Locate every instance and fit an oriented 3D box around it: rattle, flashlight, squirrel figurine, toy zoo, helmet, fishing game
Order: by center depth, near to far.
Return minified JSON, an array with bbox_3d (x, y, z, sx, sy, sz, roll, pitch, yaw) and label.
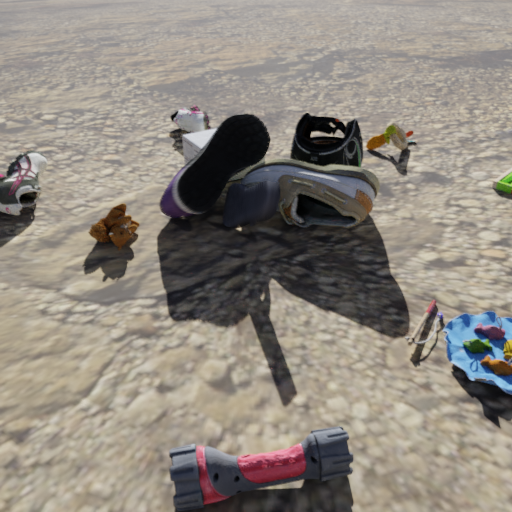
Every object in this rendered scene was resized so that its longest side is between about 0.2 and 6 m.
[{"bbox_3d":[0.062,2.389,6.472,2.076,0.705,0.703,-9,-6,-6],"label":"flashlight"},{"bbox_3d":[3.758,1.358,8.454,2.701,0.420,1.934,19,34,27],"label":"fishing game"},{"bbox_3d":[-2.856,-0.484,11.252,0.929,0.657,0.867,-15,43,3],"label":"squirrel figurine"},{"bbox_3d":[1.636,-2.323,12.958,1.829,1.743,1.829,-6,58,9],"label":"helmet"},{"bbox_3d":[6.809,-1.596,13.217,1.988,0.203,1.304,27,41,36],"label":"toy zoo"},{"bbox_3d":[3.829,-3.208,15.750,0.861,0.945,1.323,48,31,10],"label":"rattle"}]

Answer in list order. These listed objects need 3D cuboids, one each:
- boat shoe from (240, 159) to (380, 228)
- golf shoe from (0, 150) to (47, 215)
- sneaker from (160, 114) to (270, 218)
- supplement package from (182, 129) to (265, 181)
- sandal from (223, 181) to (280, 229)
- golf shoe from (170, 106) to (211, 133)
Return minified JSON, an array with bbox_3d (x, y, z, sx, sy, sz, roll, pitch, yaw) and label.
[{"bbox_3d":[0.902,-1.255,11.722,3.180,1.188,1.088,4,54,34],"label":"boat shoe"},{"bbox_3d":[-5.355,-1.603,12.846,1.073,0.941,2.437,28,33,-3],"label":"golf shoe"},{"bbox_3d":[-1.007,-2.029,12.410,3.141,1.189,1.375,-47,19,-31],"label":"sneaker"},{"bbox_3d":[-0.797,-2.545,14.015,1.675,0.929,1.305,-18,37,-26],"label":"supplement package"},{"bbox_3d":[-0.087,-0.969,11.191,0.526,0.934,2.456,13,0,-24],"label":"sandal"},{"bbox_3d":[-1.902,-3.863,16.347,0.922,0.727,2.002,-16,27,-16],"label":"golf shoe"}]
